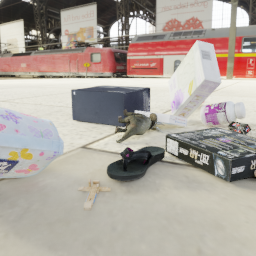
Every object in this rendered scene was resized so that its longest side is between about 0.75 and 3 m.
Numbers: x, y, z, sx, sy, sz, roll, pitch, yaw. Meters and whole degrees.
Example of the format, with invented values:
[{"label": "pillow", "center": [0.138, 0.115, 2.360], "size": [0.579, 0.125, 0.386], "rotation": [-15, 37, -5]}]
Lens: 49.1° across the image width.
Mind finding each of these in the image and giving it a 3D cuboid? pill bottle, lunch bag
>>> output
[{"label": "pill bottle", "center": [3.692, -0.579, 10.887], "size": [1.542, 0.866, 0.866], "rotation": [-9, 5, 36]}, {"label": "lunch bag", "center": [-2.823, 0.261, 5.776], "size": [2.413, 1.534, 2.046], "rotation": [3, -6, 40]}]

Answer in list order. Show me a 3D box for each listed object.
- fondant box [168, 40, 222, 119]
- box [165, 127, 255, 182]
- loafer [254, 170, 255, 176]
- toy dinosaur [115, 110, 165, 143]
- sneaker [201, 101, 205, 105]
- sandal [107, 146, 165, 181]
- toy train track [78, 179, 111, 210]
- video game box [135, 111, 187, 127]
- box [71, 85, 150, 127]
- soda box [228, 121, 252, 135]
[{"label": "fondant box", "center": [2.721, -1.964, 11.967], "size": [0.813, 2.015, 2.793], "rotation": [7, -30, -15]}, {"label": "box", "center": [2.385, 0.542, 7.122], "size": [1.915, 0.520, 2.390], "rotation": [-7, 14, -26]}, {"label": "loafer", "center": [3.099, 0.993, 6.038], "size": [0.992, 0.357, 0.312], "rotation": [2, -6, -19]}, {"label": "toy dinosaur", "center": [0.307, -0.131, 9.522], "size": [1.232, 0.927, 2.408], "rotation": [1, 10, 26]}, {"label": "sneaker", "center": [3.825, -1.699, 16.250], "size": [1.163, 1.006, 2.575], "rotation": [9, 15, 26]}, {"label": "sandal", "center": [0.205, 0.675, 6.768], "size": [0.873, 0.556, 2.324], "rotation": [6, 14, 26]}, {"label": "toy train track", "center": [-0.676, 1.201, 5.324], "size": [0.650, 0.184, 1.134], "rotation": [0, 13, 2]}, {"label": "video game box", "center": [1.285, -0.365, 11.001], "size": [1.616, 0.378, 1.472], "rotation": [9, 3, 36]}, {"label": "box", "center": [-0.718, -1.087, 12.538], "size": [2.714, 1.413, 2.472], "rotation": [7, 15, 29]}, {"label": "soda box", "center": [3.956, -0.006, 9.970], "size": [0.306, 0.274, 0.866], "rotation": [-41, 17, -6]}]
